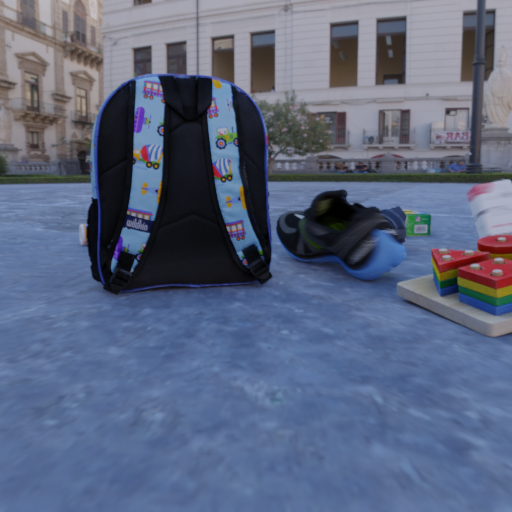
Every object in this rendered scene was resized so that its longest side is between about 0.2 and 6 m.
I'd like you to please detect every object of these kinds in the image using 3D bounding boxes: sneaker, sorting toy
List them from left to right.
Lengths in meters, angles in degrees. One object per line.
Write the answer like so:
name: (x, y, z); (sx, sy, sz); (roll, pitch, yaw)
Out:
sneaker: (1.352, -0.550, 9.984); (1.201, 1.404, 3.389); (-29, 18, -16)
sneaker: (2.239, -0.655, 12.235); (1.617, 0.851, 2.238); (-18, 26, -31)
sorting toy: (3.054, 0.236, 7.110); (1.837, 0.639, 1.826); (-12, 15, -18)

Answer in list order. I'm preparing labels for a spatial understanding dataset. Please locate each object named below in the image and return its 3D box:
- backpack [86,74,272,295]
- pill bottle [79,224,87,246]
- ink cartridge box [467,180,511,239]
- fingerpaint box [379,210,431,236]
backpack: (-1.216, -1.128, 8.706); (2.835, 3.105, 2.089); (-4, 10, -15)
pill bottle: (-3.581, -0.499, 12.855); (0.876, 0.491, 0.491); (-5, 11, -27)
ink cartridge box: (5.258, -0.985, 12.306); (0.860, 1.181, 0.501); (-9, -16, -4)
fingerpaint box: (3.565, -0.887, 14.820); (1.637, 0.600, 1.366); (-1, 10, -8)
